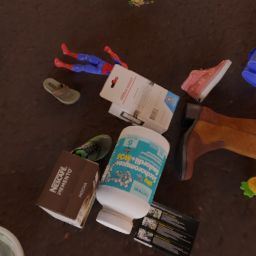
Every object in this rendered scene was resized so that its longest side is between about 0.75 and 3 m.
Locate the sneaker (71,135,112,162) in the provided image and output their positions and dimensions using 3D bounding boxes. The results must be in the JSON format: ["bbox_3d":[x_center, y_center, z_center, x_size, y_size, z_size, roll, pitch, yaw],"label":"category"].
[{"bbox_3d":[-1.163,0.758,8.244,1.716,0.731,0.670,-34,88,-19],"label":"sneaker"}]

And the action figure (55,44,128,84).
[{"bbox_3d":[-1.056,-2.216,9.373,2.929,1.450,0.956,18,77,6],"label":"action figure"}]

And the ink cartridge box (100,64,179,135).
[{"bbox_3d":[0.298,-0.843,8.731,2.251,0.764,1.306,27,66,-7],"label":"ink cartridge box"}]

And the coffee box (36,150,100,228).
[{"bbox_3d":[-1.357,1.631,6.999,0.926,2.320,1.311,21,66,4],"label":"coffee box"}]

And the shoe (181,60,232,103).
[{"bbox_3d":[2.673,-1.804,9.554,0.881,0.692,1.938,39,74,12],"label":"shoe"}]

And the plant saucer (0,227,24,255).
[{"bbox_3d":[-3.678,3.649,7.048,2.281,0.573,2.281,0,65,-1],"label":"plant saucer"}]

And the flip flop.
[{"bbox_3d":[-2.273,-1.299,9.469,1.460,0.420,0.592,33,69,14],"label":"flip flop"}]

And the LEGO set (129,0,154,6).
[{"bbox_3d":[0.604,-5.974,11.428,2.466,1.429,1.896,-43,101,-14],"label":"LEGO set"}]

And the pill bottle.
[{"bbox_3d":[0.078,1.390,7.617,1.472,1.472,2.657,18,66,8],"label":"pill bottle"}]

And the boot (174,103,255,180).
[{"bbox_3d":[2.866,0.640,8.506,2.707,0.927,2.549,15,58,-1],"label":"boot"}]

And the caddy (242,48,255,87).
[{"bbox_3d":[4.775,-1.933,9.308,1.832,1.295,0.962,37,76,15],"label":"caddy"}]

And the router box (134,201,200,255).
[{"bbox_3d":[1.052,2.769,7.566,1.502,0.383,1.120,22,67,10],"label":"router box"}]

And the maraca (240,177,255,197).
[{"bbox_3d":[3.674,1.689,8.038,0.867,0.464,0.594,-13,46,-7],"label":"maraca"}]
